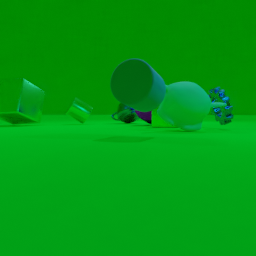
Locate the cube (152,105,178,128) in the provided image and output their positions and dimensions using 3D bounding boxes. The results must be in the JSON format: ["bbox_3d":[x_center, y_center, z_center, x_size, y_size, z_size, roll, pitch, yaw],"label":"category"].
[{"bbox_3d":[1.264,-0.487,9.249,0.916,0.916,0.916,0,3,7],"label":"cube"}]

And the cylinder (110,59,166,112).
[{"bbox_3d":[0.209,-0.777,5.289,0.835,0.835,0.835,1,-6,22],"label":"cylinder"}]

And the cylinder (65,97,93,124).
[{"bbox_3d":[-2.028,-0.732,11.626,0.834,0.834,0.834,31,-7,-17],"label":"cylinder"}]

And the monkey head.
[{"bbox_3d":[1.425,-0.600,7.245,1.952,1.176,1.404,21,7,-2],"label":"monkey head"}]

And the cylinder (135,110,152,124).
[{"bbox_3d":[0.904,-0.749,10.838,1.110,1.110,1.110,1,-6,15],"label":"cylinder"}]

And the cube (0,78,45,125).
[{"bbox_3d":[-4.047,-0.931,10.307,1.296,1.296,1.296,-2,-17,20],"label":"cube"}]

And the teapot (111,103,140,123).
[{"bbox_3d":[0.099,-0.864,12.784,1.955,0.957,1.216,-27,-28,16],"label":"teapot"}]

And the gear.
[{"bbox_3d":[2.628,-0.623,8.003,0.201,1.087,1.087,-19,4,-4],"label":"gear"}]
